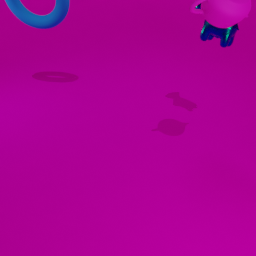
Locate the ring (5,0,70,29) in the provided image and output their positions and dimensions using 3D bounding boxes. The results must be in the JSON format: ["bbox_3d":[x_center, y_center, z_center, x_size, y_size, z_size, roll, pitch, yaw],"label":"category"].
[{"bbox_3d":[-2.697,-3.899,8.210,2.009,2.009,0.402,5,42,7],"label":"ring"}]

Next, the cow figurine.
[{"bbox_3d":[2.153,-2.655,6.734,1.196,1.177,0.657,31,35,29],"label":"cow figurine"}]

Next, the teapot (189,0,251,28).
[{"bbox_3d":[1.650,-2.068,4.775,1.341,0.657,0.834,-7,66,-21],"label":"teapot"}]
